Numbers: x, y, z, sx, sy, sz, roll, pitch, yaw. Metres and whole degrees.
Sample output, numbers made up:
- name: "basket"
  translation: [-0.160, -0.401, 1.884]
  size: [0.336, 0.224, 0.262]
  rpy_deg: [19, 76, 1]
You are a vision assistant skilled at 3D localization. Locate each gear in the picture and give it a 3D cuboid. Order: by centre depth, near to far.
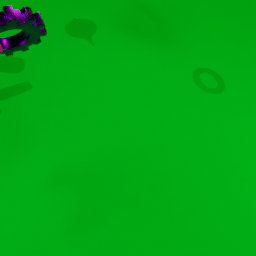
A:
- name: "gear"
  translation: [-2.773, -2.186, 6.496]
  size: [1.708, 1.708, 0.316]
  rpy_deg: [-21, 87, -13]

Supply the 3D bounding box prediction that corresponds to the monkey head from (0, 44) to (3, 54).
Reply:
- name: "monkey head"
  translation: [-2.921, -1.521, 5.461]
  size: [0.764, 1.268, 0.912]
  rpy_deg: [-44, 45, 3]
